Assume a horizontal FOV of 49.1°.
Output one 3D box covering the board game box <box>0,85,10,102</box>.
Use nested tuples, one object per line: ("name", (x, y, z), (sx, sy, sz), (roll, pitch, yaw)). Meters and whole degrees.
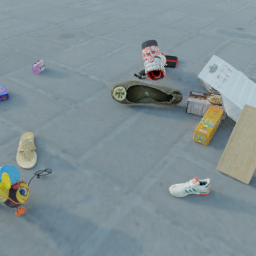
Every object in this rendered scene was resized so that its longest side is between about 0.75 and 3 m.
("board game box", (-5.971, -1.377, 12.101), (1.393, 0.312, 0.937), (-21, 42, -25))

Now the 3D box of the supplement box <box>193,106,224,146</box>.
("supplement box", (2.936, -0.111, 10.152), (0.552, 0.571, 1.660), (22, 48, 23))

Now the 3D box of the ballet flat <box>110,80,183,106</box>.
("ballet flat", (0.758, -1.346, 11.447), (2.986, 1.006, 0.692), (7, 17, 0))

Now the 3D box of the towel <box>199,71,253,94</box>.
("towel", (4.617, -2.181, 13.096), (2.329, 0.402, 1.544), (-6, 38, -9))

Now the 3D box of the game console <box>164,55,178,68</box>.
("game console", (2.014, -3.612, 15.198), (1.312, 0.204, 1.161), (8, 44, 12))

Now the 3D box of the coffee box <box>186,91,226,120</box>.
("coffee box", (3.167, -0.927, 11.244), (1.542, 0.616, 0.872), (11, 37, 15))

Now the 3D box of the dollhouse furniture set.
("dollhouse furniture set", (4.779, 0.842, 9.045), (2.540, 2.176, 2.671), (26, 9, 30))

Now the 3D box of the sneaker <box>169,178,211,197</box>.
("sneaker", (1.763, 1.620, 7.939), (1.197, 0.560, 0.421), (-1, 38, -3))

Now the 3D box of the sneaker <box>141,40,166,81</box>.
("sneaker", (1.309, -2.907, 13.326), (0.965, 1.549, 2.889), (-11, -8, 14))

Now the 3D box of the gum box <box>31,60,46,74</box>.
("gum box", (-4.549, -3.137, 14.312), (0.265, 0.455, 0.802), (13, 39, 16))

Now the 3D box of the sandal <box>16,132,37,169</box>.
("sandal", (-3.417, 0.567, 9.312), (0.647, 0.580, 1.764), (-9, 38, -12))

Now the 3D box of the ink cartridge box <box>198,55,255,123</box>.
("ink cartridge box", (4.047, -1.388, 10.895), (2.885, 0.723, 2.340), (36, 46, 6))

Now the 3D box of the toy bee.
("toy bee", (-3.130, 1.630, 7.373), (2.365, 1.548, 1.286), (-3, 60, -21))

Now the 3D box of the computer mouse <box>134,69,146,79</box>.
("computer mouse", (0.808, -2.715, 13.960), (0.918, 0.211, 0.644), (-21, 41, -25))
